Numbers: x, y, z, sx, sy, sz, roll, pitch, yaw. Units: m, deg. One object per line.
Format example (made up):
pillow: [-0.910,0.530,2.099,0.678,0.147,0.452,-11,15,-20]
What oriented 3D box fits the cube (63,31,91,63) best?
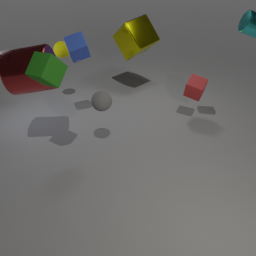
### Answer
cube: [-1.852,-2.952,10.237,0.700,0.700,0.700,-22,70,-5]

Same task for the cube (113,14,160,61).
cube: [0.386,-4.341,13.504,1.400,1.400,1.400,-34,7,-29]

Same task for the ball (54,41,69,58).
ball: [-2.869,-3.398,12.142,0.700,0.700,0.700,0,32,0]

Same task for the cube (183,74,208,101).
cube: [2.749,-1.648,11.403,0.700,0.700,0.700,24,58,14]

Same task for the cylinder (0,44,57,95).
cylinder: [-3.042,-1.817,8.791,1.400,1.400,1.400,-8,31,6]

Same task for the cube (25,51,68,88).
cube: [-2.222,-1.588,7.663,0.700,0.700,0.700,16,-8,31]

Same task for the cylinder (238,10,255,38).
cylinder: [3.970,-3.254,8.822,0.700,0.700,0.700,16,31,-8]

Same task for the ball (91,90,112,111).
ball: [-0.882,-0.905,9.384,0.700,0.700,0.700,0,32,0]
